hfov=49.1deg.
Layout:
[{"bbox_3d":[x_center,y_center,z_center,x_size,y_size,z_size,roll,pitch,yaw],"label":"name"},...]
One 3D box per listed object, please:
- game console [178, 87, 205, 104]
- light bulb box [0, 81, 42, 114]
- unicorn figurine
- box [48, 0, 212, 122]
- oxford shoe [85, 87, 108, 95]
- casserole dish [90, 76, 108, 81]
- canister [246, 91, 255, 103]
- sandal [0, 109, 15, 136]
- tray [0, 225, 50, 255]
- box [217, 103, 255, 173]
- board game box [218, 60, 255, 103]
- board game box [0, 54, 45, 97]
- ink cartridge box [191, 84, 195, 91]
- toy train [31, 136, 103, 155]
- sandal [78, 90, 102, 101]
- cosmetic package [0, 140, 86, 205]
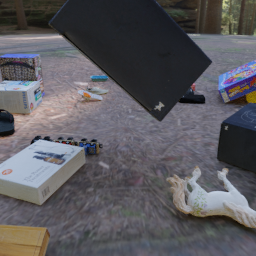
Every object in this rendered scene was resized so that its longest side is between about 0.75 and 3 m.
[{"bbox_3d":[2.925,-1.574,13.223,1.193,0.244,2.022,2,25,5],"label":"game console"},{"bbox_3d":[-4.621,-1.307,11.637,1.585,0.989,1.571,1,23,2],"label":"light bulb box"},{"bbox_3d":[1.964,1.436,5.742,2.174,0.803,1.493,-12,32,8],"label":"unicorn figurine"},{"bbox_3d":[-0.067,-1.913,6.430,2.807,1.676,2.855,40,7,-18],"label":"box"},{"bbox_3d":[-1.537,-1.827,13.687,1.161,0.335,0.436,-3,20,-13],"label":"oxford shoe"},{"bbox_3d":[-1.641,-2.877,16.266,1.117,0.217,0.677,0,23,-1],"label":"casserole dish"},{"bbox_3d":[5.998,-1.669,12.762,1.138,0.663,1.532,-3,22,27],"label":"canister"},{"bbox_3d":[-4.431,-0.324,9.970,0.790,0.503,2.103,-13,27,-28],"label":"sandal"},{"bbox_3d":[-2.258,2.002,4.444,1.796,0.333,0.886,1,44,5],"label":"tray"},{"bbox_3d":[3.811,0.295,7.602,1.988,1.232,1.954,20,30,39],"label":"box"},{"bbox_3d":[5.329,-2.263,13.138,1.989,0.662,2.959,-23,13,26],"label":"board game box"},{"bbox_3d":[-4.781,-2.303,12.720,1.557,1.953,0.946,0,23,1],"label":"board game box"},{"bbox_3d":[2.897,-2.154,14.424,1.013,0.342,0.590,0,23,0],"label":"ink cartridge box"},{"bbox_3d":[-1.827,0.505,8.229,2.178,0.372,0.499,3,27,8],"label":"toy train"},{"bbox_3d":[-1.741,-1.377,12.722,1.146,0.328,0.439,17,34,-13],"label":"sandal"},{"bbox_3d":[-2.192,0.987,6.958,1.486,0.509,1.971,6,24,20],"label":"cosmetic package"}]
